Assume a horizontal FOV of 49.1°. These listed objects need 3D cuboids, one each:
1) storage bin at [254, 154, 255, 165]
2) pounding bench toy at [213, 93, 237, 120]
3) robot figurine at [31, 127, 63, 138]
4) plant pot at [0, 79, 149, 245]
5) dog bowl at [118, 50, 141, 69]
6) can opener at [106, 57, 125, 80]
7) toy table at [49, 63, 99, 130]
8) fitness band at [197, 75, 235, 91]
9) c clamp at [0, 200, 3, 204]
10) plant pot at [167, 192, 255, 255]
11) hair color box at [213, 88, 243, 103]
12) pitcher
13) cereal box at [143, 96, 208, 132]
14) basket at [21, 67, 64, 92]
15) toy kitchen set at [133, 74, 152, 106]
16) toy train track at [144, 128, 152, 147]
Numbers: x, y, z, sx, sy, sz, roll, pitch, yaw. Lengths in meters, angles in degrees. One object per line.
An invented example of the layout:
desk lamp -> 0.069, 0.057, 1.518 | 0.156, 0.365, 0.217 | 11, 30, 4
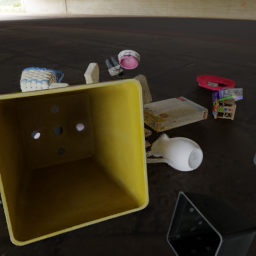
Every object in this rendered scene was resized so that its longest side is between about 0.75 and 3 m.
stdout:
storage bin -> 4.390, 0.617, 6.444 | 1.916, 2.633, 1.769 | 0, 38, 0
pounding bench toy -> 3.728, -0.912, 10.863 | 0.776, 0.995, 0.618 | 6, 28, 10
robot figurine -> -2.971, -0.032, 8.962 | 1.816, 1.365, 1.133 | 1, 43, 2
plant pot -> -1.445, 0.358, 6.640 | 2.942, 2.942, 2.595 | -11, 17, -19
dog bowl -> 0.051, -3.330, 13.763 | 1.107, 1.107, 0.408 | 4, 65, 7
can opener -> -0.407, -1.754, 8.301 | 0.361, 0.456, 1.373 | -22, 33, -1
toy table -> -1.365, -0.843, 9.507 | 2.627, 1.538, 2.415 | -5, 51, 13
fitness band -> 4.478, -2.337, 14.410 | 1.398, 0.364, 1.947 | -20, 34, -39
c clamp -> -3.369, 1.797, 6.494 | 1.531, 0.207, 1.308 | -25, 31, -37
plant pot -> 1.581, 1.965, 5.176 | 1.079, 1.217, 1.214 | 1, 24, -25
hair color box -> 4.111, -1.333, 11.657 | 0.780, 0.462, 1.427 | 0, -3, 0
pitcher -> 1.216, 0.755, 7.878 | 1.259, 0.889, 1.467 | -33, 29, -26
cereal box -> 1.659, -0.594, 10.822 | 2.303, 0.455, 1.657 | -13, 30, -24
basket -> -3.963, -2.128, 12.684 | 1.736, 1.369, 1.969 | 4, 44, 1
toy kitchen set -> -0.333, -1.318, 10.954 | 1.889, 1.113, 1.513 | -30, 35, -16
toy train track -> -0.146, 0.347, 9.100 | 2.273, 0.370, 1.304 | -21, 33, -34
